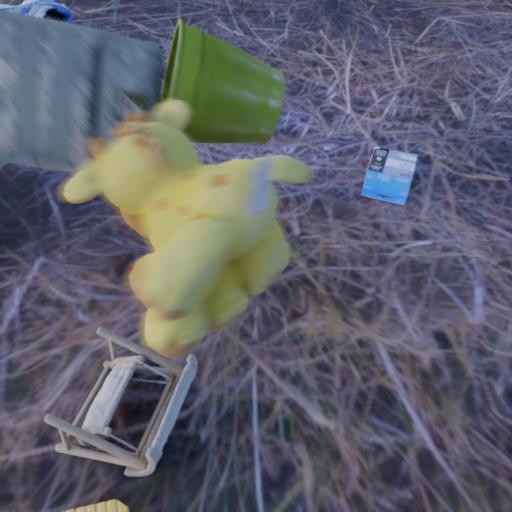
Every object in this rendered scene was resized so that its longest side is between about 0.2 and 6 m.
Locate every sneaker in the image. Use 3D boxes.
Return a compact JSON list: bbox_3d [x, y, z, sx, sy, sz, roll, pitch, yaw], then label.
[{"bbox_3d":[-6.375,-6.385,15.590,1.340,1.212,3.147,22,50,15],"label":"sneaker"}]

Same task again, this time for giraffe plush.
[{"bbox_3d":[-0.959,-0.566,6.569,2.234,2.755,2.378,37,42,22],"label":"giraffe plush"}]

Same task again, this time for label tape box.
[{"bbox_3d":[2.753,-1.667,11.547,0.913,0.421,1.274,15,46,13],"label":"label tape box"}]

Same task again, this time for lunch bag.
[{"bbox_3d":[-2.547,-2.214,8.092,2.436,1.998,1.432,3,12,-23],"label":"lunch bag"}]

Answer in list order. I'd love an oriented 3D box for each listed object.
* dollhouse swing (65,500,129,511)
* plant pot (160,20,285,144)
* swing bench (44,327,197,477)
[{"bbox_3d":[-1.953,3.388,6.343,1.177,1.070,1.035,-9,68,-8],"label":"dollhouse swing"},{"bbox_3d":[-0.547,-2.552,8.933,1.778,1.847,1.847,10,44,-15],"label":"plant pot"},{"bbox_3d":[-1.749,2.022,7.645,1.529,0.992,1.521,16,47,8],"label":"swing bench"}]
